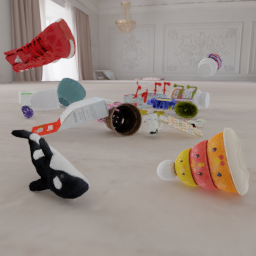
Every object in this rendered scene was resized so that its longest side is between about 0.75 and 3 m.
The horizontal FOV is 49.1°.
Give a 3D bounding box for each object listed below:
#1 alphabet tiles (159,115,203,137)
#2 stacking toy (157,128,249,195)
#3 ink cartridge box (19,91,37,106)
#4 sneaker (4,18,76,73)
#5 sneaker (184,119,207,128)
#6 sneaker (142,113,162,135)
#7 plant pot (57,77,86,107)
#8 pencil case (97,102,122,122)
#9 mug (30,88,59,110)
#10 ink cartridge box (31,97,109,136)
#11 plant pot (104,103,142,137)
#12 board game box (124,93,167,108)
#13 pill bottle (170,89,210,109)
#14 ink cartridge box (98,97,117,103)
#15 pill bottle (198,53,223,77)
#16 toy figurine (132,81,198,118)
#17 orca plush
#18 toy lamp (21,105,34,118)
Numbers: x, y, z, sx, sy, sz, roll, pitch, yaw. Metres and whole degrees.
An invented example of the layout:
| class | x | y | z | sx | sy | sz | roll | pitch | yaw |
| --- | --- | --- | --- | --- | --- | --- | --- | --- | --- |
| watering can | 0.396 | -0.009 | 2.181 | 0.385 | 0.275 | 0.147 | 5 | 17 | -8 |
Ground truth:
| class | x | y | z | sx | sy | sz | roll | pitch | yaw |
| --- | --- | --- | --- | --- | --- | --- | --- | --- | --- |
| alphabet tiles | 1.623 | -0.059 | 8.665 | 1.389 | 0.101 | 1.359 | 21 | 16 | 3 |
| stacking toy | 1.223 | 0.690 | 4.886 | 1.526 | 1.115 | 1.115 | -16 | 4 | 26 |
| ink cartridge box | -5.466 | -1.699 | 15.885 | 1.260 | 0.728 | 1.732 | -6 | 13 | -25 |
| sneaker | -2.596 | -2.149 | 8.082 | 1.587 | 1.076 | 2.747 | -32 | 9 | -26 |
| sneaker | 2.363 | -0.106 | 9.695 | 0.853 | 0.300 | 0.399 | -1 | 29 | -12 |
| sneaker | 0.790 | -0.040 | 8.754 | 0.551 | 0.595 | 1.467 | -14 | -12 | 15 |
| plant pot | -3.180 | -1.766 | 14.995 | 1.574 | 1.574 | 1.060 | 7 | 53 | 30 |
| pencil case | -0.707 | -0.676 | 11.332 | 0.708 | 0.678 | 1.637 | 49 | 27 | 9 |
| mug | -4.107 | -1.372 | 13.890 | 1.230 | 1.036 | 1.403 | -9 | 0 | -7 |
| ink cartridge box | -1.997 | -0.424 | 9.115 | 2.452 | 0.580 | 1.963 | -16 | 13 | -12 |
| plant pot | -0.240 | -0.288 | 8.892 | 1.028 | 1.028 | 1.018 | -5 | 6 | -24 |
| board game box | 0.937 | -1.536 | 15.436 | 1.951 | 0.627 | 1.439 | -7 | 14 | -30 |
| pill bottle | 3.086 | -1.437 | 14.018 | 1.810 | 1.015 | 1.015 | 8 | 14 | 31 |
| ink cartridge box | -1.538 | -1.439 | 15.830 | 1.415 | 0.334 | 1.132 | 16 | 18 | 34 |
| pill bottle | 3.568 | -2.729 | 12.268 | 0.818 | 0.818 | 1.468 | 7 | 30 | 30 |
| toy figurine | 1.788 | -1.257 | 12.381 | 2.835 | 1.495 | 1.699 | 6 | 8 | 20 |
| orca plush | -1.497 | 0.664 | 4.752 | 2.121 | 1.116 | 0.754 | 36 | 71 | 31 |
| toy lamp | -4.321 | -0.703 | 12.048 | 0.437 | 0.437 | 1.500 | -5 | 12 | -22 |
